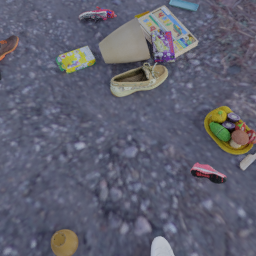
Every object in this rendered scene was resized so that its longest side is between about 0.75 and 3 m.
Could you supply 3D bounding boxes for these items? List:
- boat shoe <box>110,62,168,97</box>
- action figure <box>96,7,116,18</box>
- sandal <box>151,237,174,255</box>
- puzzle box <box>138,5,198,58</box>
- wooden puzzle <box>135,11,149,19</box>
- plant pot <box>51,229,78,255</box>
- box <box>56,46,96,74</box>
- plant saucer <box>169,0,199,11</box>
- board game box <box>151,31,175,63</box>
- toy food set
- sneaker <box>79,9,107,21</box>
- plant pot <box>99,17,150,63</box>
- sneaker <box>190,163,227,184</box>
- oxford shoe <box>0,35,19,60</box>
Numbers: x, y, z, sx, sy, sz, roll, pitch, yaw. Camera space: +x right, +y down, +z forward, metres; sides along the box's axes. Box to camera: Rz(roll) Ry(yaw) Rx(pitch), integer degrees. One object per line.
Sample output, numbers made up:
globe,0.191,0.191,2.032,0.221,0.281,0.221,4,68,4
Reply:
boat shoe,0.530,-2.138,11.995,2.693,0.844,0.987,-25,63,-13
action figure,-1.116,-5.926,14.431,1.159,0.379,0.300,22,29,12
sandal,1.017,4.635,8.226,0.660,1.093,2.687,-29,56,31
puzzle box,1.809,-4.583,13.469,1.819,0.348,2.734,-32,71,-12
wooden puzzle,1.395,-5.126,14.024,1.410,0.244,2.090,-32,70,-13
plant pot,-2.053,3.550,8.730,0.863,0.926,0.863,0,61,0
box,-2.404,-3.085,12.809,1.621,0.392,0.951,-22,63,-15
plant saucer,2.972,-6.544,14.914,1.507,0.143,0.527,18,62,11
board game box,1.593,-3.720,12.806,0.957,0.257,1.594,-2,67,-5
toy food set,4.121,0.110,10.717,1.526,0.847,2.594,-30,65,-16
sneaker,-1.797,-5.666,14.208,1.442,0.538,0.581,-6,21,9
plant pot,-0.236,-3.672,12.493,1.967,1.843,1.843,-18,61,5
sneaker,2.908,1.539,9.954,1.275,0.470,0.553,16,45,22
oxford shoe,-5.786,-3.854,13.104,0.603,0.614,1.693,24,63,13
